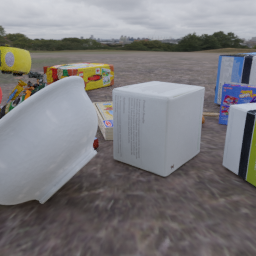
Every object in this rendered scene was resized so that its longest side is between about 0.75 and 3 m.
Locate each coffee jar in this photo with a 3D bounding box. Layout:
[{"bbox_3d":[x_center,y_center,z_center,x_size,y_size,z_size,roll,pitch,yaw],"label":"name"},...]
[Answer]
[{"bbox_3d":[-2.706,-0.548,7.609,1.533,0.654,0.799,-27,37,4],"label":"coffee jar"}]

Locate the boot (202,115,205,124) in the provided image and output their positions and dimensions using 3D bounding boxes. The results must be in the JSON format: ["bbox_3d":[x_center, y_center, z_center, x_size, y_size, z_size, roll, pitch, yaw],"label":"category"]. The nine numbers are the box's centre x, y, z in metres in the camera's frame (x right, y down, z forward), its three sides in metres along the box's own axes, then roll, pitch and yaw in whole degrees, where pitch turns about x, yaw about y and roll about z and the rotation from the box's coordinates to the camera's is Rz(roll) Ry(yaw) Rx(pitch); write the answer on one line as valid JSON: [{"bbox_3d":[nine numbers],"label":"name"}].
[{"bbox_3d":[1.678,-0.391,8.393,0.998,0.475,1.290,-2,30,-1],"label":"boot"}]

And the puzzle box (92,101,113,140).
[{"bbox_3d":[0.004,-0.341,8.358,1.882,0.360,2.829,-5,19,-13],"label":"puzzle box"}]

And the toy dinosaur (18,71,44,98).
[{"bbox_3d":[-3.700,-1.617,11.789,1.955,0.999,1.327,1,37,-44],"label":"toy dinosaur"}]

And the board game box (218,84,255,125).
[{"bbox_3d":[3.482,-0.575,7.804,1.713,1.152,0.383,12,21,30],"label":"board game box"}]

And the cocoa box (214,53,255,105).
[{"bbox_3d":[4.814,-1.784,10.304,2.792,1.862,1.832,-13,22,-34],"label":"cocoa box"}]

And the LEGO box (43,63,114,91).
[{"bbox_3d":[-2.405,-2.579,13.988,2.112,1.094,2.835,13,22,34],"label":"LEGO box"}]

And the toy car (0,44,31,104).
[{"bbox_3d":[-3.068,-1.863,6.272,0.631,2.661,2.827,2,38,10],"label":"toy car"}]

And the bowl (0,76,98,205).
[{"bbox_3d":[-1.232,0.386,4.275,2.341,1.052,2.341,-43,2,2],"label":"bowl"}]

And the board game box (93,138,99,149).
[{"bbox_3d":[-2.119,0.493,5.976,2.711,0.264,1.396,-17,26,-42],"label":"board game box"}]

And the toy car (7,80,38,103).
[{"bbox_3d":[-2.386,-0.464,7.281,1.296,0.879,2.643,37,-6,-31],"label":"toy car"}]

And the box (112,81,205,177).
[{"bbox_3d":[0.636,-0.098,5.747,1.307,1.519,1.526,14,23,37],"label":"box"}]

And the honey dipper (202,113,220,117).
[{"bbox_3d":[2.717,-0.396,8.693,1.843,0.350,0.350,2,18,20],"label":"honey dipper"}]

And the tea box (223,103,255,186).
[{"bbox_3d":[3.036,0.335,4.804,1.914,1.279,1.883,-7,20,-20],"label":"tea box"}]
